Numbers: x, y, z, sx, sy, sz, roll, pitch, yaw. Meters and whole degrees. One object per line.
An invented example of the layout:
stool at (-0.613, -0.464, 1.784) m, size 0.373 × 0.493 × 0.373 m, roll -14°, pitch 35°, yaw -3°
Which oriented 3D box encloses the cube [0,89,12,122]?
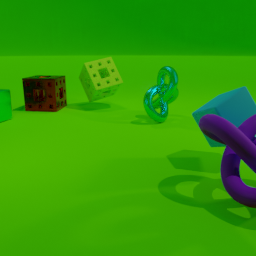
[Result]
cube at (-4.741, -0.763, 9.510) m, size 1.053 × 1.053 × 1.053 m, roll 5°, pitch 15°, yaw 18°

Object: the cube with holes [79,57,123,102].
cube with holes at (-1.160, -2.006, 11.703) m, size 1.227 × 1.227 × 1.227 m, roll -21°, pitch -10°, yaw -25°

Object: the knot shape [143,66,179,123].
knot shape at (1.212, -1.229, 9.593) m, size 0.879 × 1.780 × 1.902 m, roll 21°, pitch 26°, yaw 14°

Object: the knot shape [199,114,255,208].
knot shape at (2.155, 0.354, 4.552) m, size 1.736 × 0.857 × 1.855 m, roll -10°, pitch 48°, yaw -28°

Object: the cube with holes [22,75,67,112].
cube with holes at (-3.371, -1.448, 11.509) m, size 1.299 × 1.299 × 1.299 m, roll 2°, pitch 16°, yaw 6°

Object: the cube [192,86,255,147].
cube at (2.092, -0.202, 5.897) m, size 0.891 × 0.891 × 0.891 m, roll -33°, pitch 5°, yaw -18°
